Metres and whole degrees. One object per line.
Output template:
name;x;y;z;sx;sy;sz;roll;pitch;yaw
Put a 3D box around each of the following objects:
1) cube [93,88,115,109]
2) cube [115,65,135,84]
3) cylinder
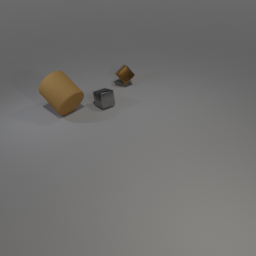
cube;-1.100;-1.378;12.901;0.700;0.700;0.700;-23;29;-31
cube;-0.172;-2.826;14.729;0.700;0.700;0.700;-44;22;3
cylinder;-2.882;-1.520;12.178;1.400;1.400;1.400;45;48;12
